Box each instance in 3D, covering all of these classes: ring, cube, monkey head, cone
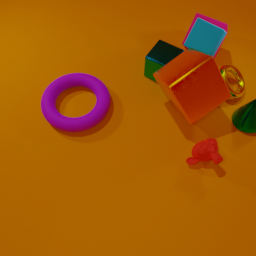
[{"bbox_3d":[3.245,-1.462,8.714,1.121,0.224,1.121,11,70,-31],"label":"ring"},{"bbox_3d":[2.266,-2.607,8.190,0.836,0.836,0.836,32,23,14],"label":"cube"},{"bbox_3d":[2.138,0.694,7.526,1.110,0.669,0.799,-25,65,-20],"label":"monkey head"},{"bbox_3d":[-1.587,-0.818,8.530,2.097,0.419,2.097,0,60,0],"label":"ring"},{"bbox_3d":[3.523,-0.521,7.953,0.975,0.979,0.975,-5,56,8],"label":"cone"},{"bbox_3d":[2.527,-2.939,9.150,1.043,1.043,1.043,28,103,15],"label":"cube"},{"bbox_3d":[1.135,-2.063,8.956,0.915,0.915,0.915,29,64,16],"label":"cube"},{"bbox_3d":[1.732,-1.188,7.731,1.339,1.339,1.339,-35,28,4],"label":"cube"}]
